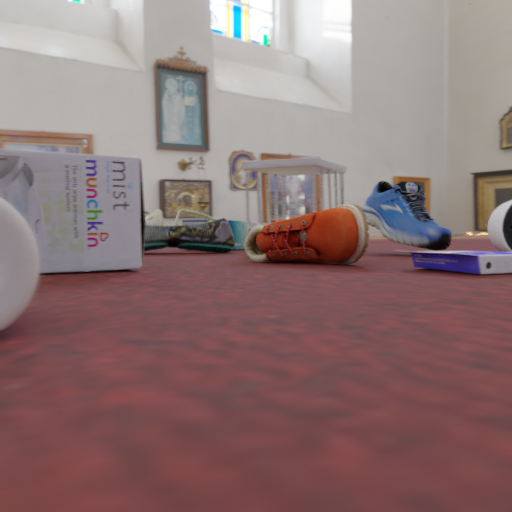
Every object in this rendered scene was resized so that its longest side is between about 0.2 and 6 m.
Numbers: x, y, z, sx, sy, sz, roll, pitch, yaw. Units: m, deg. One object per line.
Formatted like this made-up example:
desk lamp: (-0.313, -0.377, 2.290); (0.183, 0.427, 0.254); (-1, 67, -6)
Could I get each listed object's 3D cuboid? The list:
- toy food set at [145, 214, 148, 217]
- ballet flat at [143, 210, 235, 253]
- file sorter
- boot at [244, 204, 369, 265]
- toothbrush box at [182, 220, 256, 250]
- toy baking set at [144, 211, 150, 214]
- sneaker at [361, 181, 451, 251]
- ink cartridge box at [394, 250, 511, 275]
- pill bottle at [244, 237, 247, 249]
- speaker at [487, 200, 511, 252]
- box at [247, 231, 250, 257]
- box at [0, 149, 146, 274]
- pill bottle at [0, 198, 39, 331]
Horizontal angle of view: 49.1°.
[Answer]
toy food set: (-3.209, -0.676, 12.428); (0.859, 0.810, 1.800); (-31, 1, 44)
ballet flat: (-1.793, -0.511, 11.705); (2.706, 0.973, 0.973); (-1, 3, -19)
file sorter: (0.783, -1.135, 10.659); (1.402, 1.258, 2.020); (0, 3, 24)
boot: (0.668, -0.218, 7.994); (1.177, 0.824, 2.196); (-5, -3, -26)
toothbrush box: (-0.894, -0.528, 14.152); (1.295, 0.754, 1.768); (1, 2, 23)
toy baking set: (-3.750, -1.119, 13.863); (1.879, 0.285, 2.448); (26, -26, -36)
sneaker: (2.932, -0.880, 11.073); (0.983, 1.115, 2.502); (9, 19, -28)
ink cartridge box: (2.424, 0.062, 6.584); (1.152, 0.250, 1.141); (1, 2, -23)
pill bottle: (0.082, -0.261, 12.458); (0.659, 0.366, 0.366); (-3, 4, -40)
speaker: (4.468, -0.455, 9.212); (1.082, 1.082, 2.664); (1, 3, 19)
box: (0.503, -0.240, 10.664); (1.264, 0.521, 2.154); (1, 1, 5)
box: (-3.136, -0.556, 7.138); (2.600, 1.425, 2.946); (-2, 3, -31)
pill bottle: (-1.511, 0.017, 2.843); (0.696, 0.696, 1.240); (-1, 2, -25)
